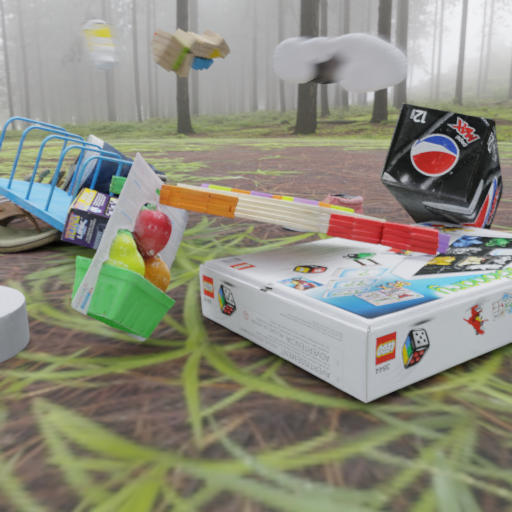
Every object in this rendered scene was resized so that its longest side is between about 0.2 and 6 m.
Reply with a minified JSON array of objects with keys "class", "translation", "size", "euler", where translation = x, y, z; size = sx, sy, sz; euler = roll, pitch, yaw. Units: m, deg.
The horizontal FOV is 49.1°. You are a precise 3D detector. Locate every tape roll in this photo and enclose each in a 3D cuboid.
[{"class":"tape roll","translation":[-3.589,0.847,6.606],"size":[1.668,0.551,1.668],"euler":[1,15,0]}]

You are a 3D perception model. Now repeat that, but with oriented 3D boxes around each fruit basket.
[{"class":"fruit basket","translation":[-1.387,-0.029,6.427],"size":[0.832,1.774,1.643],"euler":[7,-17,17]}]

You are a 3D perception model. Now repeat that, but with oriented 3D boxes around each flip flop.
[{"class":"flip flop","translation":[-5.393,-0.692,11.501],"size":[3.138,0.903,1.272],"euler":[8,16,9]}]

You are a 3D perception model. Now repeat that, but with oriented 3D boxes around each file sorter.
[{"class":"file sorter","translation":[-4.068,-1.719,12.027],"size":[2.665,1.635,1.849],"euler":[27,12,25]}]

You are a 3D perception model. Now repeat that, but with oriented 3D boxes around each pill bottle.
[{"class":"pill bottle","translation":[-2.938,-3.963,10.563],"size":[0.454,0.817,0.454],"euler":[-15,-8,-2]}]

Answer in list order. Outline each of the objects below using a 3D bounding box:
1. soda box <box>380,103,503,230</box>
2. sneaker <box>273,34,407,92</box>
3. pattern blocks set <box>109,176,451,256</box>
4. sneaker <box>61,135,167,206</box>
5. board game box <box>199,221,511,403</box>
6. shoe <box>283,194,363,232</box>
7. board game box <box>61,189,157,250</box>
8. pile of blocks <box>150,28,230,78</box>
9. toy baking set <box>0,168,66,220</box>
[{"class":"soda box","translation":[3.472,-1.256,10.001],"size":[1.447,1.295,4.089],"euler":[20,1,27]},{"class":"sneaker","translation":[1.274,-2.714,7.788],"size":[1.899,0.717,1.081],"euler":[15,25,28]},{"class":"pattern blocks set","translation":[0.283,-0.626,7.660],"size":[4.553,0.369,4.002],"euler":[12,5,21]},{"class":"sneaker","translation":[-3.805,-1.682,14.855],"size":[2.457,1.293,3.400],"euler":[22,-25,-26]},{"class":"board game box","translation":[2.113,0.371,7.704],"size":[4.907,0.849,3.098],"euler":[-10,17,-33]},{"class":"shoe","translation":[1.536,-1.006,12.896],"size":[1.892,0.861,0.676],"euler":[5,16,18]},{"class":"board game box","translation":[-2.539,-0.568,10.675],"size":[1.909,0.655,2.309],"euler":[15,11,-14]},{"class":"pile of blocks","translation":[-1.609,-4.637,12.625],"size":[0.723,0.955,2.326],"euler":[38,35,23]},{"class":"toy baking set","translation":[-5.612,-1.454,13.653],"size":[2.212,0.257,1.697],"euler":[-43,-6,0]}]
